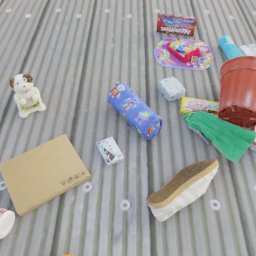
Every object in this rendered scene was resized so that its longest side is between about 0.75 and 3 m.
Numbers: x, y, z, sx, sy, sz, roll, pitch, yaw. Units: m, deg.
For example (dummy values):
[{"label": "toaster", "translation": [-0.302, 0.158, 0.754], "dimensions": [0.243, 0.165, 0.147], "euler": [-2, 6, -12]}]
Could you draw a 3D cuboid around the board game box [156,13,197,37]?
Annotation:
[{"label": "board game box", "translation": [2.483, -5.317, 14.476], "dimensions": [1.977, 1.018, 0.192], "euler": [9, 55, 8]}]

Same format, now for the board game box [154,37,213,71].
[{"label": "board game box", "translation": [2.752, -3.863, 13.656], "dimensions": [2.912, 0.567, 2.300], "euler": [8, 53, 6]}]

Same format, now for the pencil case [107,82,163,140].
[{"label": "pencil case", "translation": [0.279, -0.703, 10.962], "dimensions": [1.112, 0.999, 2.561], "euler": [-39, 62, -11]}]

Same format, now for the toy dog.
[{"label": "toy dog", "translation": [-4.047, -1.442, 11.193], "dimensions": [1.082, 1.550, 1.503], "euler": [-15, 54, -12]}]

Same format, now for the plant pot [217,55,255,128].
[{"label": "plant pot", "translation": [4.438, -1.268, 10.773], "dimensions": [2.146, 2.146, 2.087], "euler": [16, 66, 12]}]

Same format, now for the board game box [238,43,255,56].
[{"label": "board game box", "translation": [6.089, -3.592, 13.662], "dimensions": [0.869, 0.221, 1.293], "euler": [-11, 54, -9]}]

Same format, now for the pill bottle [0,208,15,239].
[{"label": "pill bottle", "translation": [-4.300, 2.717, 8.485], "dimensions": [1.472, 0.820, 0.820], "euler": [15, 54, 11]}]

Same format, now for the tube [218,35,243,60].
[{"label": "tube", "translation": [5.081, -3.530, 13.464], "dimensions": [0.872, 0.568, 2.253], "euler": [-16, 59, -2]}]

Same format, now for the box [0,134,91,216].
[{"label": "box", "translation": [-2.913, 1.505, 9.753], "dimensions": [2.584, 0.275, 2.112], "euler": [-27, 57, -18]}]

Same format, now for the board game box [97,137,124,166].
[{"label": "board game box", "translation": [-0.664, 0.846, 10.315], "dimensions": [0.651, 0.178, 1.031], "euler": [-21, 56, -15]}]

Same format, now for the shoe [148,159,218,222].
[{"label": "shoe", "translation": [1.903, 1.957, 9.177], "dimensions": [2.933, 1.026, 0.783], "euler": [-30, 103, -23]}]

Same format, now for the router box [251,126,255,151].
[{"label": "router box", "translation": [5.361, 0.443, 10.533], "dimensions": [1.292, 0.316, 1.160], "euler": [14, 54, 10]}]

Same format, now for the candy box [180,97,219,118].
[{"label": "candy box", "translation": [3.002, -0.824, 11.551], "dimensions": [1.626, 0.215, 0.831], "euler": [9, 52, 5]}]

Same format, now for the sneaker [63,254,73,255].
[{"label": "sneaker", "translation": [-2.069, 3.837, 7.889], "dimensions": [1.131, 0.436, 0.413], "euler": [-12, 53, -11]}]

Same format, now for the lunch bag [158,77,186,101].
[{"label": "lunch bag", "translation": [1.909, -1.678, 12.072], "dimensions": [0.916, 0.440, 1.142], "euler": [-20, 55, -18]}]

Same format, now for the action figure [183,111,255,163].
[{"label": "action figure", "translation": [3.239, 0.097, 10.527], "dimensions": [1.653, 0.765, 2.799], "euler": [-39, 55, -24]}]
